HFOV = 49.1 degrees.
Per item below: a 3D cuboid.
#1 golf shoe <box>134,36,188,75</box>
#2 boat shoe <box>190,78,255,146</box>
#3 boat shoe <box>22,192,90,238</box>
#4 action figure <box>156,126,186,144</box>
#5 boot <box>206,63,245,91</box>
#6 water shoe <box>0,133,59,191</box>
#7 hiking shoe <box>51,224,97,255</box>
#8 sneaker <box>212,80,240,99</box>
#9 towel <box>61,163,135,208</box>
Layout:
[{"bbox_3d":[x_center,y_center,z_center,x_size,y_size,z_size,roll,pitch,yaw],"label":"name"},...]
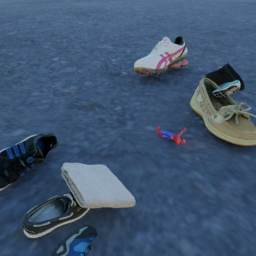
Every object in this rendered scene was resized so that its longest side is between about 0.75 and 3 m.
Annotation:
[{"bbox_3d":[1.285,-2.913,11.276,2.932,1.350,1.065,-25,24,-39],"label":"golf shoe"},{"bbox_3d":[2.580,-0.497,7.704,1.028,0.879,2.805,-3,31,-19],"label":"boat shoe"},{"bbox_3d":[-1.159,1.421,4.950,0.525,0.419,1.388,39,46,26],"label":"boat shoe"},{"bbox_3d":[1.195,0.140,7.310,0.433,0.286,0.875,-40,46,-23],"label":"action figure"},{"bbox_3d":[3.419,-1.642,9.924,0.970,1.154,0.441,-28,21,51],"label":"boot"},{"bbox_3d":[-2.225,0.601,5.986,0.744,0.674,1.886,-16,21,27],"label":"water shoe"},{"bbox_3d":[-0.830,2.051,3.740,0.674,0.578,1.555,29,58,18],"label":"hiking shoe"},{"bbox_3d":[2.774,-1.085,7.875,0.846,0.328,0.337,-22,33,47],"label":"sneaker"},{"bbox_3d":[-0.617,1.034,5.305,1.034,0.269,1.560,7,13,-31],"label":"towel"}]
